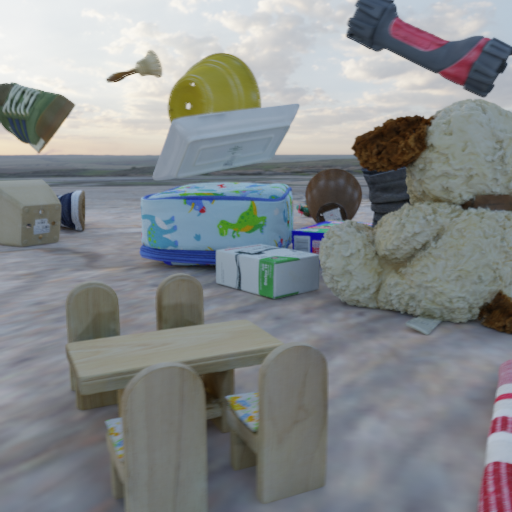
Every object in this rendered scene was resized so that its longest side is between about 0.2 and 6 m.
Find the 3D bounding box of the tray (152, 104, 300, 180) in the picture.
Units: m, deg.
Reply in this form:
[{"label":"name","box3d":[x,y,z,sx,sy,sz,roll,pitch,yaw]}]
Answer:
[{"label":"tray","box3d":[-0.373,-1.634,8.305,2.264,0.251,1.216,-18,-24,-35]}]

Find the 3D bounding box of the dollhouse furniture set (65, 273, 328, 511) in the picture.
[{"label":"dollhouse furniture set","box3d":[-0.927,0.436,3.273,2.175,1.445,1.906,-5,11,-25]}]

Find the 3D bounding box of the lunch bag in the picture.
[{"label":"lunch bag","box3d":[-0.605,-0.620,9.701,2.457,1.260,3.056,2,11,6]}]

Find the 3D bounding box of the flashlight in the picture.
[{"label":"flashlight","box3d":[2.594,-3.280,8.485,2.409,0.816,0.819,34,-14,15]}]

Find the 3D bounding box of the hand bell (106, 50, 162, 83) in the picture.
[{"label":"hand bell","box3d":[-2.500,-3.677,11.218,1.102,0.574,0.574,-30,23,-24]}]

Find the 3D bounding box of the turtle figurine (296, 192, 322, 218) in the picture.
[{"label":"turtle figurine","box3d":[1.568,-1.381,15.947,1.170,0.589,0.876,13,21,-17]}]

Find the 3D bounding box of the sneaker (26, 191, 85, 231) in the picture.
[{"label":"sneaker","box3d":[-4.763,-1.078,13.164,1.414,0.913,2.606,2,2,-19]}]

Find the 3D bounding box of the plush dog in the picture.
[{"label":"plush dog","box3d":[2.236,-0.517,6.117,2.695,2.314,2.162,-3,11,-18]}]

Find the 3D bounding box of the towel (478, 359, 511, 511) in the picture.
[{"label":"towel","box3d":[2.142,1.110,2.891,1.756,0.277,2.438,4,11,26]}]

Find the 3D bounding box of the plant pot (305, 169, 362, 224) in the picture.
[{"label":"plant pot","box3d":[1.814,-1.178,13.230,1.398,1.398,1.496,1,26,8]}]

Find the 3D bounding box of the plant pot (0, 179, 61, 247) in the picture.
[{"label":"plant pot","box3d":[-4.550,-0.783,11.151,1.086,1.227,1.225,23,22,36]}]

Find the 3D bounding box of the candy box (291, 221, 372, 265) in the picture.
[{"label":"candy box","box3d":[1.508,-0.228,9.425,1.295,0.590,1.532,4,10,30]}]

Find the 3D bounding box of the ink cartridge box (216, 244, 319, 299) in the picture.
[{"label":"ink cartridge box","box3d":[0.132,0.177,7.431,0.862,0.488,1.176,-9,14,-42]}]

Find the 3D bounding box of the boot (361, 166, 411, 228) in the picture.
[{"label":"boot","box3d":[2.803,-0.589,8.022,2.719,1.790,0.949,-4,10,-22]}]

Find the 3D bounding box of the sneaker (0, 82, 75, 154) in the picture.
[{"label":"sneaker","box3d":[-3.123,-1.934,7.553,0.931,0.695,2.073,37,-14,-23]}]

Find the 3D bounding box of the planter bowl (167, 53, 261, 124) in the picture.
[{"label":"planter bowl","box3d":[-0.967,-2.649,10.054,2.047,2.047,0.852,7,10,36]}]
